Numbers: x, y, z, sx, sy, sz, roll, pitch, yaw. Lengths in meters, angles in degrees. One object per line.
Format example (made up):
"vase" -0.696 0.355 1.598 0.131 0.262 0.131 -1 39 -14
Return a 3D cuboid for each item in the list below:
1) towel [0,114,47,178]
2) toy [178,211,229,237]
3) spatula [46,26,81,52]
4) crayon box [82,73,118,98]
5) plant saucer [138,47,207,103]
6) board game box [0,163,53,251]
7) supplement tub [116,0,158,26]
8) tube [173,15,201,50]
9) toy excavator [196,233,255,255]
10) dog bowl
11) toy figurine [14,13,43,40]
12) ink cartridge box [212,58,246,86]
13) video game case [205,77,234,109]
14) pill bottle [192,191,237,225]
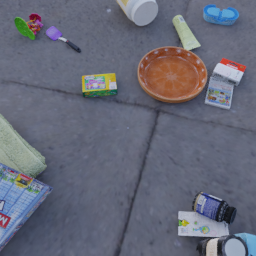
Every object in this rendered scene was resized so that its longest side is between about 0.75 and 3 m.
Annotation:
"towel" -4.218 0.952 9.011 2.856 0.521 2.119 40 74 18
"toy" 2.158 2.846 8.121 1.373 0.324 0.790 1 40 11
"spatula" -2.731 -3.750 12.000 1.905 0.196 0.538 36 68 18
"crayon box" -1.087 -1.632 10.680 1.310 0.382 0.778 -6 61 -3
"plant saucer" 1.707 -2.071 10.915 2.668 0.431 2.668 0 60 1
"board game box" -3.859 2.289 7.820 2.533 0.781 2.531 24 75 2
"supplement tub" 0.350 -5.620 12.362 1.416 1.416 1.948 -22 63 -12
"tube" 2.442 -4.077 12.083 0.468 0.523 1.804 6 55 -42
"toy excavator" 3.471 3.482 7.369 2.958 1.477 2.876 17 61 -5
"dog bowl" 4.155 -5.085 12.649 1.557 0.386 0.868 13 61 7
"toy figurine" -4.138 -4.532 12.217 1.137 0.854 1.047 42 57 -3
"ink cartridge box" 4.039 -2.327 11.056 1.048 0.368 1.289 26 62 16
"video game case" 3.495 -1.352 10.680 0.923 0.116 1.290 16 61 8
"pill bottle" 2.462 2.296 7.999 1.126 0.629 0.629 17 59 35
